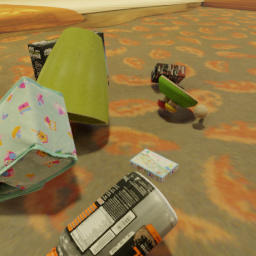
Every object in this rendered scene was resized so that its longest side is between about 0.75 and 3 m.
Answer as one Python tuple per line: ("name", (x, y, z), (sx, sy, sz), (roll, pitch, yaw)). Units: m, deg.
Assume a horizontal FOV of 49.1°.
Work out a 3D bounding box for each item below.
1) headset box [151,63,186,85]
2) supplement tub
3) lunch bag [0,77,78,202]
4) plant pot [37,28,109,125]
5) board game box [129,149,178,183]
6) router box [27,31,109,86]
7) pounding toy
("headset box", (1.693, -2.172, 11.396), (1.323, 0.496, 0.983), (4, -12, -10))
("supplement tub", (-0.248, 1.731, 4.544), (1.936, 1.186, 1.186), (-39, 44, -14))
("lunch bag", (-2.396, 0.370, 6.247), (1.386, 2.273, 1.936), (23, 38, -50))
("plant pot", (-1.520, -1.524, 8.229), (2.319, 2.479, 2.319), (9, -6, 1))
("board game box", (0.659, 0.953, 7.232), (1.049, 0.180, 0.705), (25, 40, 35))
("router box", (-2.107, -2.326, 10.619), (0.898, 2.167, 2.891), (20, 37, 40))
("pounding toy", (1.650, -0.823, 9.394), (1.981, 0.919, 1.529), (38, 12, 9))
